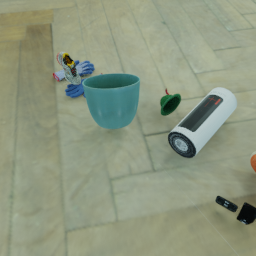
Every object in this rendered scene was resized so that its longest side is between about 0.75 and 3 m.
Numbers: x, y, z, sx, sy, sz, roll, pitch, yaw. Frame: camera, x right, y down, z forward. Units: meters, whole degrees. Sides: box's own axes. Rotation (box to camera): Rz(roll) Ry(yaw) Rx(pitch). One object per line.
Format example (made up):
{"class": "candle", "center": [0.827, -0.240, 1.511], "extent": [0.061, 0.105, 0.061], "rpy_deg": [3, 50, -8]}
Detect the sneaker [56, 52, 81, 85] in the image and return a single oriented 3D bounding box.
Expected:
{"class": "sneaker", "center": [-1.841, -1.871, 8.873], "extent": [0.445, 1.143, 0.470], "rpy_deg": [-42, 27, -25]}

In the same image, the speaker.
{"class": "speaker", "center": [2.114, -0.196, 7.806], "extent": [0.912, 0.912, 2.247], "rpy_deg": [34, 59, 25]}

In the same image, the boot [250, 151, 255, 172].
{"class": "boot", "center": [3.512, 1.352, 6.480], "extent": [1.063, 0.744, 1.982], "rpy_deg": [-19, 53, -32]}

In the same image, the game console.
{"class": "game console", "center": [2.435, 1.803, 6.342], "extent": [0.916, 0.540, 0.110], "rpy_deg": [27, 41, 25]}

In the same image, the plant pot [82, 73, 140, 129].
{"class": "plant pot", "center": [-0.403, -0.711, 7.654], "extent": [1.533, 1.230, 1.533], "rpy_deg": [-3, 25, 1]}

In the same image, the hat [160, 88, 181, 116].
{"class": "hat", "center": [1.043, -0.909, 8.372], "extent": [0.790, 0.953, 0.839], "rpy_deg": [-42, 62, 1]}

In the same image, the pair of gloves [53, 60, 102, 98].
{"class": "pair of gloves", "center": [-1.610, -1.665, 9.475], "extent": [1.494, 0.212, 1.858], "rpy_deg": [-27, 55, -19]}
